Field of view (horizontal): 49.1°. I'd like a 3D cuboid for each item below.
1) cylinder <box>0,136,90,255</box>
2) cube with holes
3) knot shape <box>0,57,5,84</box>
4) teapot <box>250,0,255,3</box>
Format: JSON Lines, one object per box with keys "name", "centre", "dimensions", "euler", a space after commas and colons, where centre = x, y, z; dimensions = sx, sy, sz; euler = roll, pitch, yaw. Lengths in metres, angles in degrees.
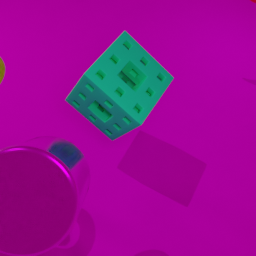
{"name": "cylinder", "centre": [-0.977, 0.645, 3.037], "dimensions": [1.036, 1.036, 1.036], "euler": [0, 94, -2]}
{"name": "cube with holes", "centre": [-0.182, -0.721, 5.226], "dimensions": [1.218, 1.218, 1.218], "euler": [41, 61, -11]}
{"name": "knot shape", "centre": [-2.942, -0.738, 5.317], "dimensions": [1.389, 1.300, 0.642], "euler": [-22, 22, -15]}
{"name": "teapot", "centre": [2.796, -3.166, 5.653], "dimensions": [1.856, 0.909, 1.154], "euler": [21, 84, 56]}
